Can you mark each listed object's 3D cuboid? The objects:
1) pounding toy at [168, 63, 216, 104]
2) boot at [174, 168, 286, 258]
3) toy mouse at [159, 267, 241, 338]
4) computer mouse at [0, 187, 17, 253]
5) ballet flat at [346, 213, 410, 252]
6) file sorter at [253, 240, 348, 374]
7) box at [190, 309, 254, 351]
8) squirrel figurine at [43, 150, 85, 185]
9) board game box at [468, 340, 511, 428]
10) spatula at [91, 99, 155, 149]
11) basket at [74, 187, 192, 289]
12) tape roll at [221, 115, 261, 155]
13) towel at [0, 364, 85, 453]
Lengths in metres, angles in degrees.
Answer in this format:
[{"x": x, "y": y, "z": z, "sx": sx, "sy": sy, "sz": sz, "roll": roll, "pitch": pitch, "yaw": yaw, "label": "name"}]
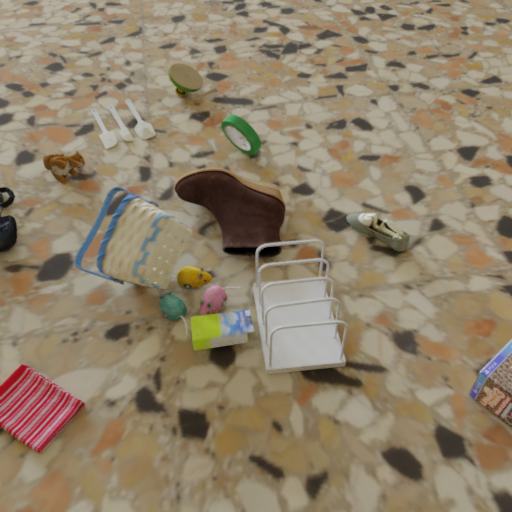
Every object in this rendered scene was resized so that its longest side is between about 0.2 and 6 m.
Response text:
[{"x": -1.981, "y": -4.814, "z": 15.990, "sx": 1.329, "sy": 0.617, "sz": 1.026, "roll": 41, "pitch": 46, "yaw": 1, "label": "pounding toy"}, {"x": -0.617, "y": -0.903, "z": 11.822, "sx": 2.487, "sy": 0.900, "sz": 2.069, "roll": 5, "pitch": 44, "yaw": 0, "label": "boot"}, {"x": -1.202, "y": 0.800, "z": 10.485, "sx": 1.752, "sy": 0.339, "sz": 1.557, "roll": 2, "pitch": 47, "yaw": 10, "label": "toy mouse"}, {"x": -5.491, "y": -0.786, "z": 12.164, "sx": 0.676, "sy": 0.392, "sz": 2.306, "roll": -24, "pitch": 43, "yaw": 0, "label": "computer mouse"}, {"x": 2.599, "y": -0.642, "z": 11.867, "sx": 1.526, "sy": 0.486, "sz": 0.514, "roll": 35, "pitch": 54, "yaw": 29, "label": "ballet flat"}, {"x": 0.737, "y": 0.850, "z": 9.893, "sx": 1.384, "sy": 1.242, "sz": 1.994, "roll": -5, "pitch": 46, "yaw": -5, "label": "file sorter"}, {"x": -0.608, "y": 1.309, "z": 10.028, "sx": 1.087, "sy": 0.259, "sz": 0.663, "roll": -8, "pitch": 35, "yaw": -5, "label": "box"}, {"x": -4.573, "y": -2.246, "z": 13.375, "sx": 0.888, "sy": 0.629, "sz": 0.829, "roll": 23, "pitch": 43, "yaw": 17, "label": "squirrel figurine"}, {"x": 4.408, "y": 2.181, "z": 8.956, "sx": 1.148, "sy": 0.697, "sz": 1.440, "roll": -33, "pitch": 55, "yaw": -28, "label": "board game box"}, {"x": -3.603, "y": -3.549, "z": 14.972, "sx": 1.378, "sy": 0.159, "sz": 1.982, "roll": -22, "pitch": 49, "yaw": -13, "label": "spatula"}, {"x": -2.411, "y": -0.272, "z": 10.692, "sx": 2.049, "sy": 1.425, "sz": 1.807, "roll": 22, "pitch": 84, "yaw": 25, "label": "basket"}, {"x": -0.367, "y": -2.947, "z": 13.675, "sx": 1.098, "sy": 1.098, "sz": 0.264, "roll": 35, "pitch": 75, "yaw": 29, "label": "tape roll"}, {"x": -3.652, "y": 2.436, "z": 9.094, "sx": 1.430, "sy": 0.161, "sz": 1.034, "roll": 24, "pitch": 51, "yaw": 21, "label": "towel"}]
